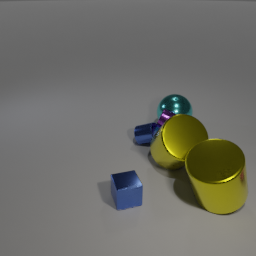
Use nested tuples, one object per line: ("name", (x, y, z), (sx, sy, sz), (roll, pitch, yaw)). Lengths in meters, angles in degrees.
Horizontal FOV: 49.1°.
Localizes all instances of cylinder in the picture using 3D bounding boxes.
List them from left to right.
("cylinder", (0.684, 0.194, 10.059), (0.700, 0.700, 0.700), (-12, 20, 29))
("cylinder", (1.461, -0.220, 9.882), (0.700, 0.700, 0.700), (27, 34, 9))
("cylinder", (1.501, 0.462, 8.460), (1.400, 1.400, 1.400), (3, 72, -8))
("cylinder", (2.285, 1.232, 7.165), (1.400, 1.400, 1.400), (-14, 41, 13))

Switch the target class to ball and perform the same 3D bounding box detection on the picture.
("ball", (1.838, -0.638, 11.065), (1.400, 1.400, 1.400), (0, 28, 0))

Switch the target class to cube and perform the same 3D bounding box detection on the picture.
("cube", (-0.045, 1.659, 7.521), (0.700, 0.700, 0.700), (-8, 29, -15))
